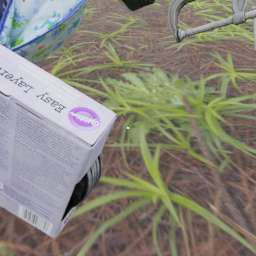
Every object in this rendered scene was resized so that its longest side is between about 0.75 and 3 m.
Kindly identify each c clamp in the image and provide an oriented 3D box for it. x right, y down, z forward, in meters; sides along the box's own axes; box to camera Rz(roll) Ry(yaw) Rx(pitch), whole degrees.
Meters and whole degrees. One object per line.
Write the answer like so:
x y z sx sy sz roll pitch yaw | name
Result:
2.102 -2.912 7.284 2.557 2.185 0.346 3 -7 39 | c clamp

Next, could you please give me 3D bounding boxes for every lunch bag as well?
-1.583 -1.762 4.781 1.079 1.439 1.693 37 81 -12 | lunch bag

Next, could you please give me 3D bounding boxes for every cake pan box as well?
-1.571 0.163 3.567 2.567 2.364 0.671 30 46 5 | cake pan box

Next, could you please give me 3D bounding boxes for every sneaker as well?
0.037 -4.509 8.750 1.236 0.881 2.493 -6 -7 30 | sneaker
